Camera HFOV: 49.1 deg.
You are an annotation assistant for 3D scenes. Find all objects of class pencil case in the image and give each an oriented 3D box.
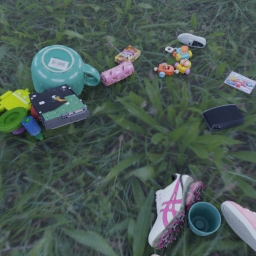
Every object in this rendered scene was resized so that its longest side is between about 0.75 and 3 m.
[{"bbox_3d":[-0.486,-2.448,12.522,1.519,0.629,0.657,-31,31,-19],"label":"pencil case"}]

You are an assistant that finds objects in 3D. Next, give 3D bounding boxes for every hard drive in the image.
[{"bbox_3d":[3.852,-0.467,11.287,1.499,0.317,1.011,-13,55,-9],"label":"hard drive"},{"bbox_3d":[-2.455,-0.800,9.800,1.533,0.415,2.195,-20,38,-23],"label":"hard drive"}]

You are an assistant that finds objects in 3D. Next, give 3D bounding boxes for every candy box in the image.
[{"bbox_3d":[-0.013,-3.421,13.399,0.668,0.323,1.145,33,62,20],"label":"candy box"}]

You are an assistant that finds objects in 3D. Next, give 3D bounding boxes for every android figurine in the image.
[{"bbox_3d":[-4.663,-1.059,11.720,1.448,0.327,1.591,35,63,23],"label":"android figurine"}]

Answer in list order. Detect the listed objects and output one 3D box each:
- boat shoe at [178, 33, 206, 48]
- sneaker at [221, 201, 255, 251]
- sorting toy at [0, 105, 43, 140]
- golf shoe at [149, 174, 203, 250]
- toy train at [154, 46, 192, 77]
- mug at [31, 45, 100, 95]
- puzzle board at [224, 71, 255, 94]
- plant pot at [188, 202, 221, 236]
[{"bbox_3d":[3.163,-4.309,13.923,1.413,0.493,0.503,12,51,5],"label":"boat shoe"},{"bbox_3d":[4.052,2.953,8.488,1.264,0.910,2.417,-36,68,-19],"label":"sneaker"},{"bbox_3d":[-3.675,-0.246,10.869,2.523,1.036,1.516,-24,42,-2],"label":"sorting toy"},{"bbox_3d":[1.305,2.561,8.836,1.220,0.962,2.650,21,49,30],"label":"golf shoe"},{"bbox_3d":[2.186,-3.228,13.090,1.613,0.597,2.147,13,56,9],"label":"toy train"},{"bbox_3d":[-2.673,-2.421,11.612,2.586,1.599,2.124,-30,74,-22],"label":"mug"},{"bbox_3d":[5.054,-2.065,12.564,1.207,0.105,0.910,30,60,19],"label":"puzzle board"},{"bbox_3d":[2.282,2.870,8.641,0.940,0.755,0.940,0,55,0],"label":"plant pot"}]
